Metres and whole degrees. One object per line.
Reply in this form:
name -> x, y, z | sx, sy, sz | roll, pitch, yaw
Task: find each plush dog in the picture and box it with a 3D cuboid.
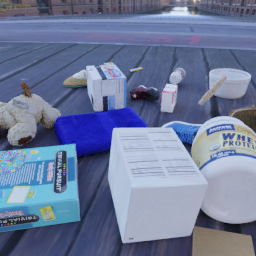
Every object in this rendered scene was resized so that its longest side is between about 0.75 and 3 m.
plush dog -> -3.797, -0.462, 9.683 | 1.947, 1.819, 2.267 | -15, 17, 30

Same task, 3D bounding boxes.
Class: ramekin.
ramekin -> 4.723, -2.084, 13.180 | 1.842, 0.967, 1.842 | 0, 27, 0

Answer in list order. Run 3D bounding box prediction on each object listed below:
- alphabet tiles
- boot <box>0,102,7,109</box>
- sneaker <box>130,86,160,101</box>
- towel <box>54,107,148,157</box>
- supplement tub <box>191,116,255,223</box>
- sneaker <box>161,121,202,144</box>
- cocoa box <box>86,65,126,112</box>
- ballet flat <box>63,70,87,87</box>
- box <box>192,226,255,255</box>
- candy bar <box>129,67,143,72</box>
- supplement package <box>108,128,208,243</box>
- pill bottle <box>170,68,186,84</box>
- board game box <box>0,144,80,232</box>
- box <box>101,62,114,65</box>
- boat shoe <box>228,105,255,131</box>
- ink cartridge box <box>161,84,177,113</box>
alphabet tiles -> 3.388, -1.510, 11.219 | 0.108, 1.475, 1.442 | 46, 20, 15
boot -> -5.452, -0.589, 10.566 | 1.594, 0.746, 2.051 | 16, 31, 28
sneaker -> 0.640, -1.444, 12.493 | 0.926, 0.606, 1.603 | -21, 24, -25
towel -> -0.891, 0.015, 9.435 | 2.933, 0.727, 2.166 | -12, 29, -21
supplement tub -> 2.423, 0.867, 6.769 | 1.724, 1.724, 2.388 | 4, 28, 8
sneaker -> 1.946, 0.252, 9.038 | 1.770, 0.679, 0.985 | 3, 19, -8
cocoa box -> -0.953, -1.782, 12.117 | 1.382, 1.405, 2.107 | -7, 29, -13
ballet flat -> -1.920, -2.581, 14.228 | 2.755, 0.868, 0.946 | -1, 28, -1
box -> 1.872, 2.418, 5.519 | 1.182, 0.126, 0.966 | 6, 28, 12
candy bar -> 0.496, -3.516, 16.824 | 1.016, 0.113, 0.253 | -22, 35, -34
supplement package -> 0.489, 1.146, 6.189 | 1.513, 1.525, 2.009 | -1, 31, -14
pill bottle -> 2.511, -2.628, 14.262 | 0.609, 0.609, 1.046 | 13, 33, 23
board game box -> -2.731, 1.400, 6.797 | 2.991, 0.702, 2.258 | -5, 30, -9
box -> -1.194, -3.791, 17.242 | 0.726, 0.200, 1.063 | -7, 29, -13
boat shoe -> 4.576, -0.418, 10.259 | 2.306, 0.830, 0.779 | -3, 22, -20
ink cartridge box -> 1.732, -1.262, 11.738 | 0.491, 0.843, 1.164 | 8, 28, 15
